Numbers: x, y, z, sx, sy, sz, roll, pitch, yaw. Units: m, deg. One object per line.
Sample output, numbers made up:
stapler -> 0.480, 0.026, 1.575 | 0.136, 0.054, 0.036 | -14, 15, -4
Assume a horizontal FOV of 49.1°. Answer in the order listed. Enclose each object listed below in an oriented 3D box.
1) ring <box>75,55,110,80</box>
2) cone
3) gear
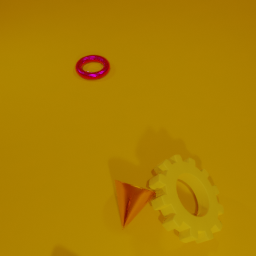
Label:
ring -> -1.055, -1.836, 8.389 | 1.054, 0.211, 1.054 | 0, 50, 0
cone -> 0.025, 1.561, 5.467 | 0.876, 0.876, 0.879 | 15, 79, 12
gear -> 1.115, 1.285, 5.224 | 1.584, 0.293, 1.584 | 22, 48, -27
